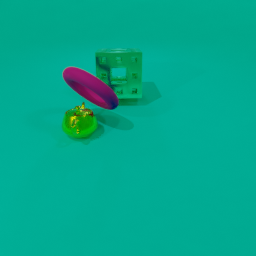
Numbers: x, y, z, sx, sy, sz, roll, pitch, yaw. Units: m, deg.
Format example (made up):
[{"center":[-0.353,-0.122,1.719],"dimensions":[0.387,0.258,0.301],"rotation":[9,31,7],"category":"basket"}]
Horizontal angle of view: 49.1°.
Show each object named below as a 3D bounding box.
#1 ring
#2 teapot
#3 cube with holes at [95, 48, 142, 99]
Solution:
[{"center":[-0.887,-0.924,6.692],"dimensions":[1.515,1.515,0.303],"rotation":[24,77,33],"category":"ring"},{"center":[-1.153,-0.216,6.680],"dimensions":[0.865,0.681,1.390],"rotation":[-1,24,2],"category":"teapot"},{"center":[-0.263,-1.624,8.180],"dimensions":[1.256,1.256,1.256],"rotation":[-1,20,-2],"category":"cube with holes"}]
